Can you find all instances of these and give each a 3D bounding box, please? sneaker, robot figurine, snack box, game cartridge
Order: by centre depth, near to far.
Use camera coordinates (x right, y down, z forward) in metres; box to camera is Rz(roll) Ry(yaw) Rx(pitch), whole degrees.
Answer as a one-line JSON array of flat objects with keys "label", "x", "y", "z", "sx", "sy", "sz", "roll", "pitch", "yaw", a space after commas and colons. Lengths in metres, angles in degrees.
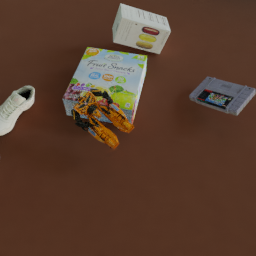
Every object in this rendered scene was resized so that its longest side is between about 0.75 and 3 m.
[{"label": "robot figurine", "x": -0.742, "y": -0.307, "z": 7.690, "sx": 1.743, "sy": 0.507, "sz": 1.264, "roll": 41, "pitch": 87, "yaw": 7}, {"label": "sneaker", "x": -3.582, "y": -0.650, "z": 8.611, "sx": 0.773, "sy": 0.986, "sz": 1.985, "roll": 34, "pitch": 54, "yaw": -12}, {"label": "game cartridge", "x": 2.984, "y": -1.073, "z": 9.012, "sx": 1.136, "sy": 0.337, "sz": 1.753, "roll": -42, "pitch": 44, "yaw": -22}, {"label": "snack box", "x": -0.671, "y": -1.484, "z": 9.460, "sx": 2.236, "sy": 0.897, "sz": 2.651, "roll": 9, "pitch": 52, "yaw": 6}]

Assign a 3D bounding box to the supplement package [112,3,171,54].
[{"label": "supplement package", "x": 0.485, "y": -3.779, "z": 10.743, "sx": 1.938, "sy": 1.102, "sz": 1.061, "roll": 9, "pitch": 48, "yaw": -17}]
